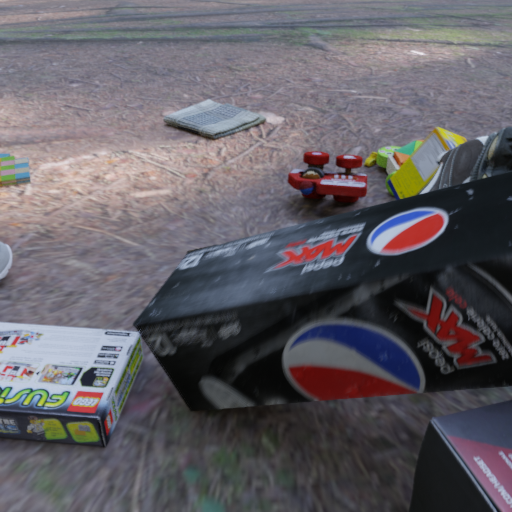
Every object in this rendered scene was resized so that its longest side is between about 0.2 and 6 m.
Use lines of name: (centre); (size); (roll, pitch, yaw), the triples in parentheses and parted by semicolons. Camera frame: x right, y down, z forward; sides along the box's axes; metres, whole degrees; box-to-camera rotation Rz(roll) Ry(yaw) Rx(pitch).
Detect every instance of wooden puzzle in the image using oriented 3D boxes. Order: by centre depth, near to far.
wooden puzzle: (-5.169, -1.643, 11.082); (1.301, 0.154, 2.193); (-12, 33, -18)

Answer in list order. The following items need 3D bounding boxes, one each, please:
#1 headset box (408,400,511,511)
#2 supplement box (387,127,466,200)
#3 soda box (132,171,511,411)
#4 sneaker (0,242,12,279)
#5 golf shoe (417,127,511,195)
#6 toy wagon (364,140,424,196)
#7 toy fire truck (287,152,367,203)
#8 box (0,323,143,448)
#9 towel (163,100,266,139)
headset box: (3.007, 2.180, 3.555); (3.778, 1.417, 2.808); (-9, 32, -14)
supplement box: (2.844, -1.315, 9.008); (0.684, 1.250, 0.680); (10, 47, -30)
soda box: (0.876, 0.415, 5.106); (3.902, 1.236, 1.381); (-13, 28, 30)
sneaker: (-4.305, 0.229, 7.256); (2.256, 0.925, 0.843); (-27, 41, -37)
golf shoe: (2.351, -0.010, 6.664); (1.460, 1.201, 3.090); (8, 69, 57)
toy wagon: (3.419, -1.685, 10.739); (2.949, 0.583, 2.288); (26, 39, 35)
toy fire truck: (1.234, -1.300, 9.712); (1.420, 0.796, 1.192); (7, 21, 13)
box: (-2.582, 1.291, 5.992); (2.424, 0.421, 1.334); (3, 31, 6)
towel: (-1.002, -3.429, 13.861); (1.838, 0.330, 1.909); (25, 39, 35)
